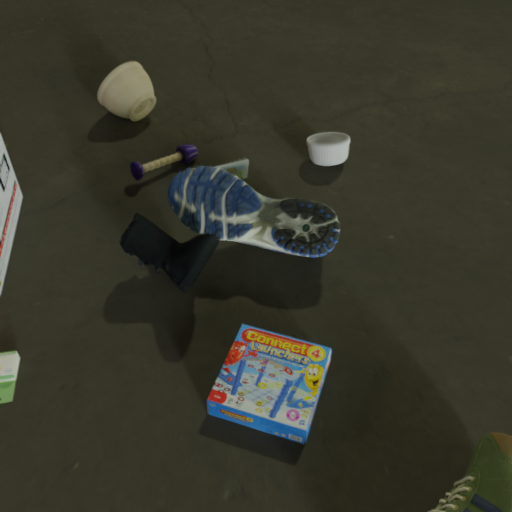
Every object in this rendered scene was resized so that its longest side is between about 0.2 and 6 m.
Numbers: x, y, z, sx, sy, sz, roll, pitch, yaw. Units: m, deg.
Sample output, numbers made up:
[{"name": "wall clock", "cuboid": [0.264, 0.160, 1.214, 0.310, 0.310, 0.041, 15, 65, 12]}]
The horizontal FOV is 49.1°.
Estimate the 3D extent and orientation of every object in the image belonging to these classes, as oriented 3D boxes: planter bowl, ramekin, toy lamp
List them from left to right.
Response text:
[{"name": "planter bowl", "cuboid": [-3.446, -4.403, 15.485, 1.045, 1.552, 1.552, 48, 57, 6]}, {"name": "toy lamp", "cuboid": [-2.238, -2.356, 13.841, 1.771, 0.515, 0.515, -25, 49, -33]}, {"name": "ramekin", "cuboid": [1.813, -2.676, 14.056, 1.074, 0.564, 1.074, -4, 29, 2]}]

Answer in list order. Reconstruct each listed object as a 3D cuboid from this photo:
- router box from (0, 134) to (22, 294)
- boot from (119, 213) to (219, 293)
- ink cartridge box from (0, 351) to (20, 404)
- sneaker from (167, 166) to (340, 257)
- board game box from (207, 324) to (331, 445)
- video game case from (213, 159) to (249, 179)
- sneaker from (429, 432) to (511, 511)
[{"name": "router box", "cuboid": [-5.637, -1.319, 11.022, 0.823, 3.023, 3.369, -6, 44, -7]}, {"name": "boot", "cuboid": [-1.664, -0.216, 10.471, 1.613, 1.968, 0.728, 38, 56, 0]}, {"name": "ink cartridge box", "cuboid": [-4.460, 2.106, 9.503, 0.711, 0.234, 0.977, -6, 43, -7]}, {"name": "sneaker", "cuboid": [-0.104, -0.722, 11.541, 3.592, 1.530, 1.384, 20, 85, 7]}, {"name": "board game box", "cuboid": [0.252, 2.080, 9.339, 1.667, 0.466, 1.632, 13, 46, 13]}, {"name": "video game case", "cuboid": [-0.611, -1.972, 13.291, 0.863, 0.786, 0.095, -14, 71, -9]}, {"name": "sneaker", "cuboid": [2.622, 3.623, 7.267, 1.457, 1.088, 3.246, 16, 49, 9]}]
